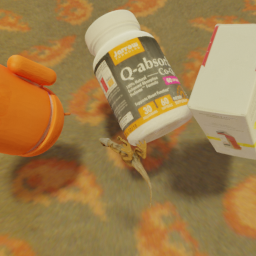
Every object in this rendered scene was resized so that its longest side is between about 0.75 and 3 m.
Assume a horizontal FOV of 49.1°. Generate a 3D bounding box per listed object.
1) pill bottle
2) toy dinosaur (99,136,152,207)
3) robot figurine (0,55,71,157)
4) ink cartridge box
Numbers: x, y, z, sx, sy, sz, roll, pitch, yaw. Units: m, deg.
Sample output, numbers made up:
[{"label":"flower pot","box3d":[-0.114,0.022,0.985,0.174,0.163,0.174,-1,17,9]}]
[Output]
[{"label":"pill bottle","box3d":[0.165,-1.066,6.022,1.529,1.529,2.628,-24,79,-14]},{"label":"toy dinosaur","box3d":[0.079,0.407,3.527,0.322,0.566,1.065,-34,69,-27]},{"label":"robot figurine","box3d":[-2.253,-0.281,5.098,1.511,2.591,1.864,1,76,32]},{"label":"ink cartridge box","box3d":[1.928,-0.505,4.847,0.872,2.091,1.518,12,74,33]}]
